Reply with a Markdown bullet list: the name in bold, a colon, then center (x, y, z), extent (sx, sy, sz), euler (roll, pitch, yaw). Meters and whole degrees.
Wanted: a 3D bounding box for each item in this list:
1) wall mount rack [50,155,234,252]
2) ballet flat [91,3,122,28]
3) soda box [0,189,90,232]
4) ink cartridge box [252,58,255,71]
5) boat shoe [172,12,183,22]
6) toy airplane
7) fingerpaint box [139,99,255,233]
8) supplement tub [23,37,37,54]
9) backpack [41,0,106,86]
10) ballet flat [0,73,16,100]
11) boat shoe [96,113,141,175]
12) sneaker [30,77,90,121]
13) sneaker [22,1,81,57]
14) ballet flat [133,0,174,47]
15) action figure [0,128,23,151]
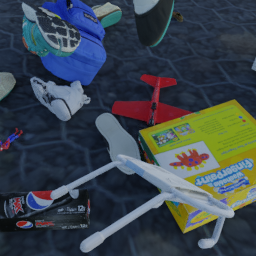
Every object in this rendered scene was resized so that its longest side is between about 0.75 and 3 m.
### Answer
- **wall mount rack**: center (0.131, 0.825, 3.263), extent (1.682, 0.722, 1.936), euler (18, 1, -30)
- **ballet flat**: center (-1.435, -4.211, 10.965), extent (0.907, 0.981, 2.908), euler (41, 50, 12)
- **soda box**: center (-1.764, 1.734, 5.873), extent (1.892, 0.669, 0.599), euler (-2, 46, -3)
- **ink cartridge box**: center (5.423, -2.365, 8.999), extent (1.969, 1.438, 1.445), euler (35, 58, 27)
- **boat shoe**: center (2.132, -4.837, 12.005), extent (0.276, 0.261, 0.768), euler (-20, 51, -17)
- **toy airplane**: center (0.835, -0.801, 8.285), extent (2.460, 0.452, 2.460), euler (1, 49, -1)
- **fingerpaint box**: center (1.942, 0.744, 6.528), extent (2.746, 1.007, 2.291), euler (-19, 50, -15)
- **supplement tub**: center (-3.012, -3.538, 10.295), extent (1.087, 1.087, 1.775), euler (14, 49, 12)
- **backpack**: center (-1.780, -2.680, 8.662), extent (1.966, 2.031, 2.420), euler (9, 46, -40)
- **ballet flat**: center (-4.388, -0.960, 8.120), extent (0.983, 0.909, 2.916), euler (19, 51, 16)
- **boat shoe**: center (-0.220, 0.441, 7.099), extent (0.723, 0.591, 1.958), euler (-35, 54, -5)
- **sneaker**: center (-2.021, -1.051, 8.366), extent (1.081, 0.707, 1.881), euler (-36, 63, -28)
- **sneaker**: center (-1.989, -2.258, 6.947), extent (1.046, 1.075, 2.700), euler (5, 28, -37)
- **ballet flat**: center (0.583, -3.203, 6.018), extent (0.958, 0.963, 2.817), euler (10, 80, 48)
- **action figure**: center (-3.159, 0.261, 7.409), extent (0.252, 0.382, 0.772), euler (19, 53, 16)
